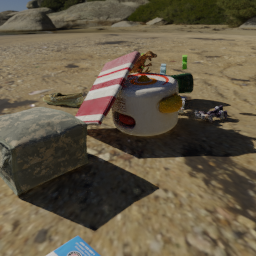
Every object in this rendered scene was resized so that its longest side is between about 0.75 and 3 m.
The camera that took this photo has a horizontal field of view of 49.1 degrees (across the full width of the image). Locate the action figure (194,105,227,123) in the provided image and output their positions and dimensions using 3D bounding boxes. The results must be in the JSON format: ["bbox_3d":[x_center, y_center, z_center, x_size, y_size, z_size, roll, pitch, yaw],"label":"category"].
[{"bbox_3d":[3.098,-0.485,10.617,1.299,0.451,0.845,-10,32,-14],"label":"action figure"}]

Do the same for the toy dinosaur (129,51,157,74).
[{"bbox_3d":[0.165,-2.251,10.582,2.345,0.708,1.246,-34,-22,33],"label":"toy dinosaur"}]

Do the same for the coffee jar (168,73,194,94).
[{"bbox_3d":[2.012,-1.975,12.608,1.828,0.953,0.780,-6,9,-23],"label":"coffee jar"}]

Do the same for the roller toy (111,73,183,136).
[{"bbox_3d":[0.574,-0.947,9.771,2.346,1.797,2.572,-4,26,0],"label":"roller toy"}]

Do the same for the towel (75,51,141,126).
[{"bbox_3d":[-0.760,-1.262,9.485,2.024,0.320,2.810,-2,57,56],"label":"towel"}]

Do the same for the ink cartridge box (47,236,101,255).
[{"bbox_3d":[-0.959,2.448,3.272,2.015,0.848,1.457,-21,31,-40],"label":"ink cartridge box"}]

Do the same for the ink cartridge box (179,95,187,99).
[{"bbox_3d":[1.800,-1.369,12.735,0.874,0.345,1.758,-14,26,-29],"label":"ink cartridge box"}]

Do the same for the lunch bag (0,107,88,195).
[{"bbox_3d":[-2.642,0.313,7.426,2.537,1.492,2.081,27,35,38],"label":"lunch bag"}]

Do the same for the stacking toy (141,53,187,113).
[{"bbox_3d":[1.374,-1.898,11.575,2.025,2.686,0.631,5,-14,10],"label":"stacking toy"}]

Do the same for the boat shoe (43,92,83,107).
[{"bbox_3d":[-2.869,-1.360,12.349,1.961,0.617,0.715,10,25,21],"label":"boat shoe"}]
